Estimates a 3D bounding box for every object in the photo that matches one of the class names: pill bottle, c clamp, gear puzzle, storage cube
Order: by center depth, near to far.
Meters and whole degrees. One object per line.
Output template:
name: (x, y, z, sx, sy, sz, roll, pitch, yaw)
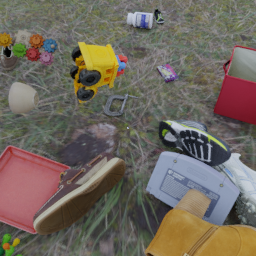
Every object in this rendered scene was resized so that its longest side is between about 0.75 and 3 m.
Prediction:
gear puzzle: (-2.973, -2.456, 8.234, 1.720, 0.225, 0.891, 16, 90, -7)
storage cube: (3.919, -1.363, 9.093, 1.911, 1.718, 1.634, 18, 54, 14)
c clamp: (-0.283, -0.812, 9.651, 0.976, 0.155, 1.142, 15, 53, 11)
pill bottle: (0.538, -4.813, 12.485, 1.074, 0.643, 0.643, 9, 52, 7)

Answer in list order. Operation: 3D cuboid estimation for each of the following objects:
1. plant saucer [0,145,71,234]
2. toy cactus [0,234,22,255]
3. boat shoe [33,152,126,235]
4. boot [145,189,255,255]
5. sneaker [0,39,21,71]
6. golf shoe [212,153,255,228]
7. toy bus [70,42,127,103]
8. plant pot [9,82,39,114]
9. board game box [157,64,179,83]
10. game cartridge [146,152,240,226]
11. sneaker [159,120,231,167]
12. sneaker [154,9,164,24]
plant saucer: (-2.824, 1.613, 7.487, 1.969, 0.362, 1.973, 19, 52, 5)
toy cactus: (-2.959, 3.142, 6.305, 1.157, 0.717, 1.402, -18, 62, -2)
boat shoe: (-1.343, 1.551, 7.334, 1.016, 1.019, 2.823, 31, 54, 32)
boot: (1.913, 2.884, 5.971, 2.902, 1.021, 2.077, 36, 55, 10)
sneaker: (-4.575, -3.112, 11.112, 0.648, 0.695, 1.841, 0, 52, 0)
golf shoe: (3.280, 1.733, 7.095, 1.428, 1.150, 2.937, -21, 56, -23)
toy bus: (-0.801, -1.602, 8.110, 1.568, 1.634, 1.109, -10, 60, -24)
plant pot: (-2.899, -0.836, 7.984, 0.601, 0.895, 0.895, 4, 52, 2)
board game box: (1.504, -2.097, 10.688, 0.522, 0.140, 0.869, -15, 53, -17)
game cartridge: (1.609, 1.511, 7.107, 2.091, 1.392, 0.434, 28, 16, 20)
sneaker: (1.931, 0.234, 7.854, 1.063, 0.970, 2.626, -16, 24, -22)
sneaker: (1.400, -5.180, 12.930, 0.340, 0.393, 0.949, -14, 53, -11)
